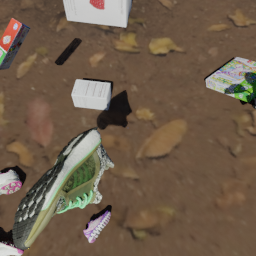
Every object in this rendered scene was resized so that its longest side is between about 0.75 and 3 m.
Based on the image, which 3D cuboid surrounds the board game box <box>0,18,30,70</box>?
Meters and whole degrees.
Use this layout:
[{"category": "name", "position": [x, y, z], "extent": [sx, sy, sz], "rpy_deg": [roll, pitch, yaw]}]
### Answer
[{"category": "board game box", "position": [-2.535, -1.772, 6.025], "extent": [0.218, 0.827, 1.081], "rpy_deg": [31, 98, -13]}]

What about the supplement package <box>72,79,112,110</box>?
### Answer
[{"category": "supplement package", "position": [-1.132, -1.047, 8.901], "extent": [1.114, 0.651, 0.653], "rpy_deg": [7, 59, 4]}]

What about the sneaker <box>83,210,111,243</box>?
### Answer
[{"category": "sneaker", "position": [-0.789, 2.408, 7.044], "extent": [0.389, 0.354, 0.880], "rpy_deg": [29, 64, 25]}]

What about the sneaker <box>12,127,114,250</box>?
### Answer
[{"category": "sneaker", "position": [-0.707, 0.834, 3.835], "extent": [0.881, 0.764, 1.988], "rpy_deg": [48, 44, -15]}]

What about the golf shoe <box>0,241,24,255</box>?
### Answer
[{"category": "golf shoe", "position": [-3.083, 2.959, 6.696], "extent": [1.208, 0.455, 0.553], "rpy_deg": [7, 70, 11]}]

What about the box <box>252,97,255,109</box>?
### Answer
[{"category": "box", "position": [5.292, -0.822, 7.970], "extent": [2.084, 0.566, 2.602], "rpy_deg": [-31, 34, -8]}]

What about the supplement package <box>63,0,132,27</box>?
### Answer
[{"category": "supplement package", "position": [-1.123, -5.049, 10.814], "extent": [2.419, 1.466, 1.448], "rpy_deg": [8, 60, 5]}]

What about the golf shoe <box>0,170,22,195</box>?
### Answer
[{"category": "golf shoe", "position": [-3.577, 1.571, 7.491], "extent": [1.368, 0.515, 0.626], "rpy_deg": [-18, 51, -18]}]

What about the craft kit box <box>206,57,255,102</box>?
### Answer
[{"category": "craft kit box", "position": [3.694, -1.616, 9.058], "extent": [1.624, 0.399, 1.644], "rpy_deg": [-38, 41, -18]}]
